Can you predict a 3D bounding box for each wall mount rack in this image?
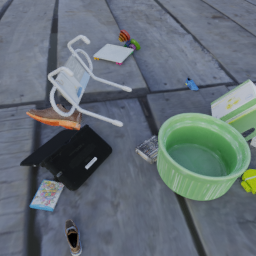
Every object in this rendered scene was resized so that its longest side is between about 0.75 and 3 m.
[{"bbox_3d":[-1.047,-1.256,8.176,1.015,2.364,2.721,-18,40,32],"label":"wall mount rack"}]

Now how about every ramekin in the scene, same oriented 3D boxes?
[{"bbox_3d":[2.312,0.945,9.210,2.882,1.408,2.882,4,43,-4],"label":"ramekin"}]

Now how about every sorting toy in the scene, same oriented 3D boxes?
[{"bbox_3d":[-0.008,-5.093,16.744,1.583,0.951,0.650,45,85,-3],"label":"sorting toy"}]

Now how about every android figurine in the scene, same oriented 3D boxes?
[{"bbox_3d":[4.270,1.801,9.311,1.016,0.229,1.116,-13,44,-14],"label":"android figurine"}]

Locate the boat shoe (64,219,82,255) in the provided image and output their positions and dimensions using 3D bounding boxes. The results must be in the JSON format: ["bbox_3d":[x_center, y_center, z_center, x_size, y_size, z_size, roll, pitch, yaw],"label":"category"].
[{"bbox_3d":[-1.538,2.972,7.835,0.400,0.401,1.108,-17,44,-19],"label":"boat shoe"}]

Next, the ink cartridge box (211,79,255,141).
[{"bbox_3d":[4.248,-0.540,10.892,0.619,1.878,2.580,40,36,-21],"label":"ink cartridge box"}]

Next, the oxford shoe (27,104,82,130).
[{"bbox_3d":[-2.199,-0.409,8.456,1.768,0.630,0.645,12,80,11],"label":"oxford shoe"}]

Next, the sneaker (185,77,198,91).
[{"bbox_3d":[3.138,-2.155,13.747,0.307,0.365,0.931,-15,45,-20],"label":"sneaker"}]

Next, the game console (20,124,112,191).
[{"bbox_3d":[-2.148,1.037,10.061,2.127,1.408,2.418,43,45,1],"label":"game console"}]

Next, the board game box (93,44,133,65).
[{"bbox_3d":[-0.825,-4.291,16.284,1.780,0.230,1.780,17,43,18],"label":"board game box"}]

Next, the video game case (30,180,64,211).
[{"bbox_3d":[-2.579,2.147,9.015,0.756,0.094,1.056,7,42,8],"label":"video game case"}]

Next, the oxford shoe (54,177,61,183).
[{"bbox_3d":[-2.001,1.644,9.430,0.903,0.328,0.381,9,22,-3],"label":"oxford shoe"}]

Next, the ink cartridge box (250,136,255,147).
[{"bbox_3d":[5.588,0.716,10.435,0.809,0.381,1.722,-34,51,-31],"label":"ink cartridge box"}]

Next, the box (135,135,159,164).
[{"bbox_3d":[0.933,0.776,10.455,1.079,0.261,0.854,-32,50,-31],"label":"box"}]
